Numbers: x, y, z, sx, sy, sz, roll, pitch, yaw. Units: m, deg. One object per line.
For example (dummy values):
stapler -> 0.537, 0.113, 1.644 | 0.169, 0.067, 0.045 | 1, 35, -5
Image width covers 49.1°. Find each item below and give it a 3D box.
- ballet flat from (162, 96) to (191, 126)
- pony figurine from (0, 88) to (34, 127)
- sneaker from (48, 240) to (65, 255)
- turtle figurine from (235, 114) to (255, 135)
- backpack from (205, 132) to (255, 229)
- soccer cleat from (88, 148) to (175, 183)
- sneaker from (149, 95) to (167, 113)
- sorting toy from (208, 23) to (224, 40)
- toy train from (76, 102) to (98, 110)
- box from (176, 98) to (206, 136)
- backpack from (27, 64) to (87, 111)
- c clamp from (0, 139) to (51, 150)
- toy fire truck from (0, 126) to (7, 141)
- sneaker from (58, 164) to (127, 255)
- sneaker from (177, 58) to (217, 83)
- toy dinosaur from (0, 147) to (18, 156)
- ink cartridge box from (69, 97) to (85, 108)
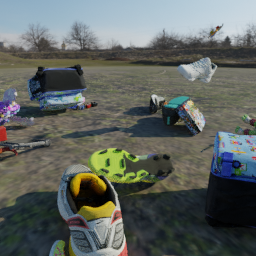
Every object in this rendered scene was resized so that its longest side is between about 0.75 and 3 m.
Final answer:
ballet flat -> 2.122, -0.725, 12.519 | 0.998, 1.004, 2.935 | 11, 19, 25
pony figurine -> -5.198, -0.630, 11.679 | 2.053, 1.771, 2.126 | 3, 29, 42
sneaker -> -1.044, 2.058, 4.253 | 0.375, 0.324, 0.830 | 9, 21, -2
turtle figurine -> 4.518, -0.058, 9.962 | 1.651, 1.188, 1.601 | -3, 12, -23
backpack -> 2.784, 1.060, 5.437 | 2.305, 1.551, 2.104 | 8, 18, 20
soccer cleat -> 0.044, 0.976, 6.465 | 2.378, 0.769, 0.995 | 7, -31, -39
sneaker -> 1.624, -1.330, 15.001 | 0.919, 0.856, 2.317 | 7, 17, 8
sorting toy -> 3.189, -3.571, 10.283 | 0.696, 0.168, 1.237 | -42, 0, 21
toy train -> -2.283, -1.231, 15.693 | 0.360, 0.268, 1.573 | 25, 27, 31
box -> 2.618, -0.511, 11.479 | 0.346, 1.255, 1.837 | -36, 1, 26
backpack -> -3.844, -2.003, 14.694 | 2.637, 2.118, 2.882 | -13, 7, -36
c clamp -> -3.239, 0.537, 9.065 | 1.681, 0.266, 1.967 | 1, 3, 18
toy fire truck -> -5.011, 0.477, 9.291 | 2.054, 0.501, 1.449 | -13, 20, -35
sneaker -> -0.696, 1.268, 5.262 | 1.147, 1.210, 2.946 | -7, 16, -20
sneaker -> 2.747, -2.391, 11.039 | 1.962, 0.975, 0.764 | -5, 50, -41
toy dinosaur -> -4.366, 0.768, 7.891 | 1.825, 0.958, 1.656 | 12, 36, 0
ink cartridge box -> -3.202, -1.490, 16.259 | 0.926, 0.326, 1.551 | 3, 24, 12
